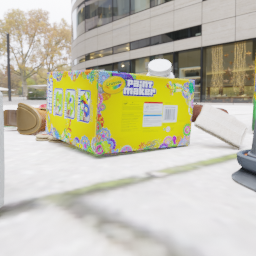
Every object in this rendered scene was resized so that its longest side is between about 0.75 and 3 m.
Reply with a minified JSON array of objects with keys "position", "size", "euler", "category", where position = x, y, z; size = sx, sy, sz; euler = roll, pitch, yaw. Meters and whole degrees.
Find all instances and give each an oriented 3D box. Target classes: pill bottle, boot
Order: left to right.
[{"position":[-1.971,-0.232,6.586],"size":[1.395,0.664,1.803],"euler":[1,6,-43],"category":"boot"},{"position":[1.146,-1.448,10.117],"size":[1.030,1.894,1.030],"euler":[-3,43,3],"category":"pill bottle"},{"position":[2.269,-0.291,8.618],"size":[1.646,0.599,1.749],"euler":[11,16,17],"category":"boot"}]

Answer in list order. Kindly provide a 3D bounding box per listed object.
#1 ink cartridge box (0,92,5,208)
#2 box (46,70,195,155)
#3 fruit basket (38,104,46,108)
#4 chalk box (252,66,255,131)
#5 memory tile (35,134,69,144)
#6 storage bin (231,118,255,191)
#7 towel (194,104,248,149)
[{"position":[-1.628,0.208,0.986],"size":[1.391,0.815,1.925],"euler":[1,7,13],"category":"ink cartridge box"},{"position":[-0.178,-0.307,4.470],"size":[1.736,1.059,1.672],"euler":[-3,9,-37],"category":"box"},{"position":[-2.780,-0.600,10.550],"size":[1.870,0.877,1.732],"euler":[-17,9,-12],"category":"fruit basket"},{"position":[3.845,-1.331,6.225],"size":[1.777,2.856,1.768],"euler":[3,6,29],"category":"chalk box"},{"position":[-0.942,0.142,5.321],"size":[1.035,0.113,1.350],"euler":[4,7,34],"category":"memory tile"},{"position":[1.946,-0.224,1.725],"size":[1.690,1.560,2.322],"euler":[-1,7,-13],"category":"storage bin"},{"position":[1.429,-0.035,4.276],"size":[0.766,0.132,0.508],"euler":[28,53,11],"category":"towel"}]
